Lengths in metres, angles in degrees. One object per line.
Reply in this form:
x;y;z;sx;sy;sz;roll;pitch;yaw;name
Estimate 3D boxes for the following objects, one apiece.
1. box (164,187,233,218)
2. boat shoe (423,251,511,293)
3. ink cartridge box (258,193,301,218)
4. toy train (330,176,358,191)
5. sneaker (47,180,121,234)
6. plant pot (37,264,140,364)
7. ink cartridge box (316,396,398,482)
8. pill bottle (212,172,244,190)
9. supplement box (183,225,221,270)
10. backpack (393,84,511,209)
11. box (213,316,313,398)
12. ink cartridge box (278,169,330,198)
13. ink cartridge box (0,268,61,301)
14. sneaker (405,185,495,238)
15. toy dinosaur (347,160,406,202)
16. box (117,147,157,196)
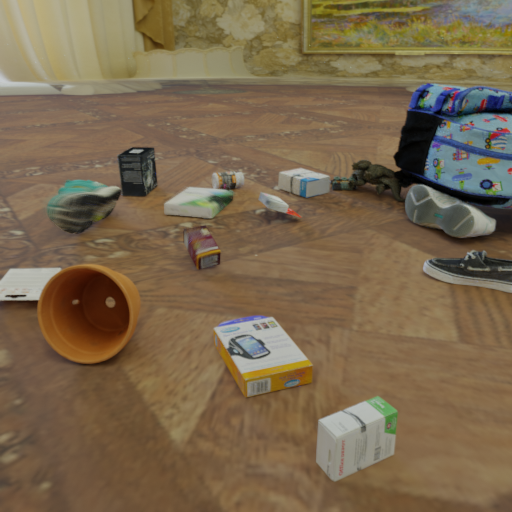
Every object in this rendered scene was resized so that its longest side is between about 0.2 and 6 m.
-1.379;-1.325;13.750;1.203;0.303;1.667;6;23;13;box
3.835;0.183;9.740;1.760;0.597;0.631;12;25;27;boat shoe
0.577;-1.177;12.960;0.858;0.215;0.988;14;13;-17;ink cartridge box
2.401;-1.950;15.298;0.769;0.327;0.438;3;35;2;toy train
-3.932;-1.175;12.321;1.010;0.982;2.535;27;15;2;sneaker
-2.177;0.723;7.758;1.320;1.320;0.924;4;7;9;plant pot
1.026;1.861;5.733;0.793;0.579;0.333;-12;25;-27;ink cartridge box
-0.771;-2.062;15.320;0.813;0.473;0.473;-9;24;-20;pill bottle
-1.022;-0.170;10.477;0.453;0.352;0.821;-13;45;-21;supplement box
5.490;-2.422;12.748;3.543;2.611;3.881;3;18;-14;backpack
0.025;1.275;7.520;0.913;0.318;1.534;-8;21;-18;box
1.278;-1.968;15.067;0.844;0.495;1.153;-17;29;-35;ink cartridge box
-3.835;0.556;9.338;0.904;0.281;1.124;-1;27;-2;ink cartridge box
4.192;-0.911;12.333;0.956;0.839;2.385;7;20;-27;sneaker
3.223;-2.095;14.836;1.202;0.904;2.350;-22;30;-38;toy dinosaur
-3.152;-2.262;14.970;0.691;1.096;1.115;3;23;8;box
